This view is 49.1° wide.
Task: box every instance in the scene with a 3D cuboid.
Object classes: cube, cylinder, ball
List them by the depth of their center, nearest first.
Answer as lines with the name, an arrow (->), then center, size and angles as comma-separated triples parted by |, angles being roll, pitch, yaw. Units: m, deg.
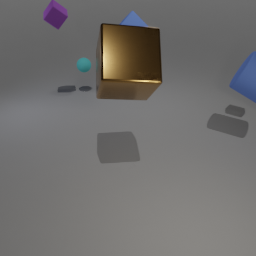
cube -> -0.041, -1.558, 6.953 | 1.400, 1.400, 1.400 | 1, -11, -11
cylinder -> 4.435, -1.630, 9.468 | 1.400, 1.400, 1.400 | 33, 38, 6
cube -> -2.912, -4.554, 11.244 | 0.700, 0.700, 0.700 | 27, 32, -36
ball -> -2.144, -3.061, 13.628 | 0.700, 0.700, 0.700 | 0, 31, 0
cube -> 0.092, -4.530, 13.680 | 1.400, 1.400, 1.400 | -52, 17, -7
